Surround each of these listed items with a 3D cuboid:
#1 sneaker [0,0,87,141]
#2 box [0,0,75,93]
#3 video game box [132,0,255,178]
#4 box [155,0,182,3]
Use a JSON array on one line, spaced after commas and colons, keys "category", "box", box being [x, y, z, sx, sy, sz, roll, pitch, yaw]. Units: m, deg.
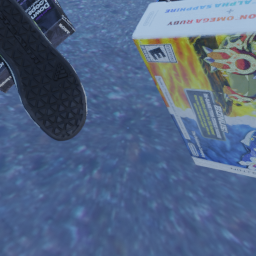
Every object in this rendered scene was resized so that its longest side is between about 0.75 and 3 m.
[{"category": "sneaker", "box": [-0.931, -0.620, 2.878, 0.582, 0.672, 1.622, -30, 91, -11]}, {"category": "box", "box": [-2.356, -2.279, 5.790, 1.911, 0.482, 2.673, -38, 62, 11]}, {"category": "video game box", "box": [1.681, -0.185, 3.126, 2.498, 2.741, 0.642, 6, 59, 34]}, {"category": "box", "box": [1.257, -3.488, 6.314, 0.366, 2.027, 1.449, 30, 9, -14]}]
